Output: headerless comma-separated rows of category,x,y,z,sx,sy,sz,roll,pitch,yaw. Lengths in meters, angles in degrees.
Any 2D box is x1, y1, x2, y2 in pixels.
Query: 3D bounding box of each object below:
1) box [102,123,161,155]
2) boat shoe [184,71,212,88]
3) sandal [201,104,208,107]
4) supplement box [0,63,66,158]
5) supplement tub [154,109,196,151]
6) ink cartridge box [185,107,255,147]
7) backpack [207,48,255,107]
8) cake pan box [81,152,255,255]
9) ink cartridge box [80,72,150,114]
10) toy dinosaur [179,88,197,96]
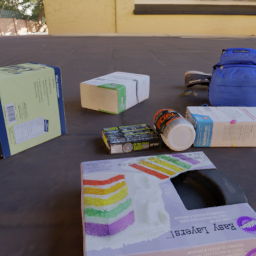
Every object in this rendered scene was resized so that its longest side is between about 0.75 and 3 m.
box,0.063,0.261,7.453,1.354,0.300,1.085,-6,23,-15
boat shoe,3.734,-1.997,12.681,2.395,0.870,0.751,10,67,9
sandal,2.485,-0.498,8.859,0.531,0.581,1.335,-4,16,24
supplement box,-2.838,-0.573,7.318,1.294,1.928,1.926,17,28,35
supplement tub,1.173,-0.007,7.439,0.804,0.804,1.313,-5,23,-12
ink cartridge box,2.771,-0.064,7.645,2.182,0.740,1.256,0,23,0
backpack,3.796,-1.672,9.873,2.023,2.089,2.490,1,25,22
cake pan box,0.552,1.277,4.568,2.609,0.682,2.403,-3,25,-8
ink cartridge box,-0.420,-1.403,10.564,1.663,0.960,2.276,14,26,30
toy dinosaur,2.471,-1.482,11.635,0.793,0.305,0.406,-5,17,-18
